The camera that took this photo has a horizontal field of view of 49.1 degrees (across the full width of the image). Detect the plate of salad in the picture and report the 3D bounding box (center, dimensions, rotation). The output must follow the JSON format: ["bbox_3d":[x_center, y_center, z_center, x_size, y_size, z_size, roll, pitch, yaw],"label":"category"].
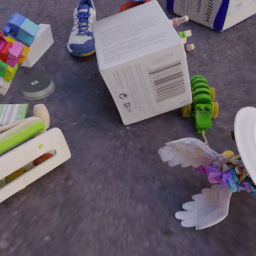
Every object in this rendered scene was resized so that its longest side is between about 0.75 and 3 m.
[{"bbox_3d":[2.325,0.517,4.590,1.886,0.453,1.886,18,54,-27],"label":"plate of salad"}]

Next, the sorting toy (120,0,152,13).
[{"bbox_3d":[0.192,-3.529,10.148,1.775,1.213,2.954,15,58,35],"label":"sorting toy"}]

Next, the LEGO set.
[{"bbox_3d":[-1.728,-1.086,3.666,0.738,1.800,0.686,32,69,-21],"label":"LEGO set"}]

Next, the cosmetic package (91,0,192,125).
[{"bbox_3d":[0.326,-1.735,7.370,1.922,1.920,2.329,-19,45,4],"label":"cosmetic package"}]

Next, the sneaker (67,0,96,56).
[{"bbox_3d":[-1.671,-3.693,10.059,1.064,1.246,2.827,-3,47,-4],"label":"sneaker"}]

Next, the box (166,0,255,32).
[{"bbox_3d":[3.594,-5.550,11.645,2.714,1.548,2.951,-33,53,-29],"label":"box"}]

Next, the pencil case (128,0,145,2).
[{"bbox_3d":[-0.328,-3.951,7.351,1.148,1.031,2.643,45,38,15],"label":"pencil case"}]

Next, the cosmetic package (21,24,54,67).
[{"bbox_3d":[-3.175,-2.863,9.622,0.435,0.709,1.718,9,46,12],"label":"cosmetic package"}]

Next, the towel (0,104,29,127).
[{"bbox_3d":[-3.351,-0.371,7.537,1.171,0.180,0.874,-3,46,-3],"label":"towel"}]

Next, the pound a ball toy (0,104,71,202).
[{"bbox_3d":[-2.470,0.627,6.070,2.610,1.109,1.702,-33,36,-30],"label":"pound a ball toy"}]

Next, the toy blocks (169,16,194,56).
[{"bbox_3d":[1.440,-3.029,9.759,1.156,1.374,1.284,-3,21,45],"label":"toy blocks"}]

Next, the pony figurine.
[{"bbox_3d":[1.801,0.798,5.349,2.087,2.015,1.738,-10,75,-46],"label":"pony figurine"}]

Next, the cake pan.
[{"bbox_3d":[-2.764,-1.276,8.409,1.097,0.201,1.097,0,45,0],"label":"cake pan"}]

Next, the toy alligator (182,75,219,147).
[{"bbox_3d":[1.906,-0.543,7.259,0.880,0.805,2.966,3,46,3],"label":"toy alligator"}]
